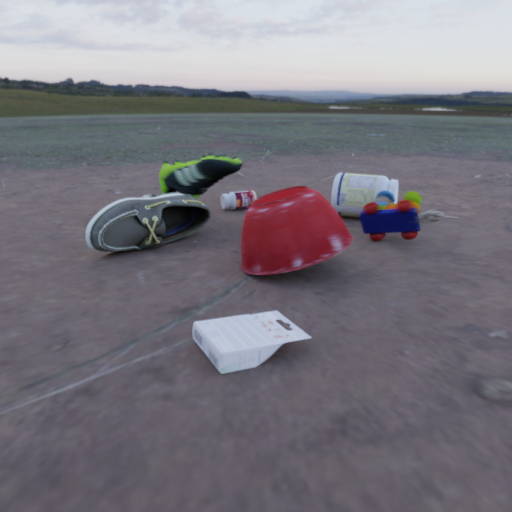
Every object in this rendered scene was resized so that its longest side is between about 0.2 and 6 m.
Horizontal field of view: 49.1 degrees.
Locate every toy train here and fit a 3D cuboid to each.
[{"bbox_3d":[3.153,-0.927,11.343,1.885,0.798,1.091,-2,33,29],"label":"toy train"}]

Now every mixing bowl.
[{"bbox_3d":[0.555,-0.551,9.768,2.025,1.097,2.025,-16,14,4],"label":"mixing bowl"}]

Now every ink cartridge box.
[{"bbox_3d":[-0.070,1.047,7.038,1.214,0.304,0.977,-4,18,-25],"label":"ink cartridge box"}]

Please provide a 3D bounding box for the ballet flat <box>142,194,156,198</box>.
[{"bbox_3d":[-2.402,-1.027,12.680,0.701,0.701,1.919,-3,19,-10],"label":"ballet flat"}]

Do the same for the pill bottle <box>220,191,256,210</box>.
[{"bbox_3d":[-0.447,-1.401,14.185,0.836,0.458,0.458,-7,19,-19],"label":"pill bottle"}]

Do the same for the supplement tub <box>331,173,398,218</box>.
[{"bbox_3d":[2.576,-1.404,13.254,1.439,1.043,1.043,7,19,18],"label":"supplement tub"}]

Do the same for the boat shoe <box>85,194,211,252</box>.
[{"bbox_3d":[-2.045,-0.654,11.041,0.821,0.981,2.745,17,26,35],"label":"boat shoe"}]

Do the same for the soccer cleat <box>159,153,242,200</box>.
[{"bbox_3d":[-1.259,-1.740,12.652,2.369,0.960,0.800,-2,-1,39],"label":"soccer cleat"}]
